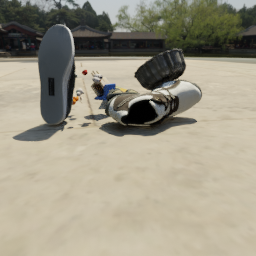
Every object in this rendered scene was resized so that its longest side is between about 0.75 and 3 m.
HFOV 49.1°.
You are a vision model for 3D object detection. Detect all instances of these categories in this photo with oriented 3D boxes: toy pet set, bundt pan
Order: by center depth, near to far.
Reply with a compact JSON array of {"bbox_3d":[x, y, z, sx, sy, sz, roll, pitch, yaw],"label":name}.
[{"bbox_3d":[-1.060,-1.049,8.593,1.301,1.394,0.740,-16,67,-51],"label":"toy pet set"},{"bbox_3d":[1.082,-1.727,8.773,1.713,0.643,1.713,-25,-8,-4],"label":"bundt pan"}]

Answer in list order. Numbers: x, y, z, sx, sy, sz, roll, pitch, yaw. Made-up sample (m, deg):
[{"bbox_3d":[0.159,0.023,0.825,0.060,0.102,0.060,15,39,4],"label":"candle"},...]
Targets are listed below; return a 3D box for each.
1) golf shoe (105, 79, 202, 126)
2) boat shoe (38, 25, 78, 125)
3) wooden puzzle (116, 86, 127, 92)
[{"bbox_3d":[0.898,-0.561,7.849,2.985,1.160,1.410,-12,30,-14],"label":"golf shoe"},{"bbox_3d":[-1.836,-1.429,7.756,0.973,2.635,0.900,4,13,11],"label":"boat shoe"},{"bbox_3d":[-0.169,-1.351,10.631,1.492,0.177,2.516,17,12,-4],"label":"wooden puzzle"}]
